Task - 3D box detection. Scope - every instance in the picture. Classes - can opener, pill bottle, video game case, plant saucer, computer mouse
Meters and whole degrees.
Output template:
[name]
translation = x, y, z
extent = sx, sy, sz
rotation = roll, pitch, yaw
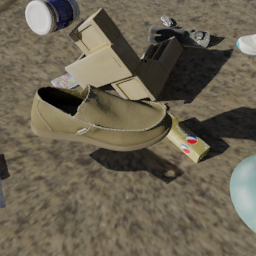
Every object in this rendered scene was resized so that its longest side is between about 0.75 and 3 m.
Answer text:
[can opener]
translation = 2.033, -3.640, 11.176
extent = 2.415, 0.644, 0.808
rotation = 8, 24, 6
[pill bottle]
translation = -2.063, -3.233, 7.936
extent = 0.881, 0.881, 1.523
rotation = 22, 37, 14
[video game case]
translation = -2.131, -1.666, 10.020
extent = 1.002, 0.090, 0.717
rotation = -31, 61, -20
[plant saucer]
translation = 4.135, 1.734, 7.473
extent = 2.644, 0.509, 2.644
rotation = 0, 56, -1
[computer mouse]
translation = 1.719, -4.414, 11.839
extent = 0.474, 0.190, 0.865
rotation = -30, 66, -13

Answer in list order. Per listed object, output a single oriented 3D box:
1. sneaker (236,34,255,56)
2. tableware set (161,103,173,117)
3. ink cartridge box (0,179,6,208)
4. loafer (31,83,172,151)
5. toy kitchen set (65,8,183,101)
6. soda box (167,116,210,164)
[sneaker]
translation = 5.351, -3.392, 10.673
extent = 2.366, 0.956, 0.905
rotation = -4, 57, -2
[tableware set]
translation = 1.036, -0.430, 9.170
extent = 0.785, 0.109, 0.939
rotation = -24, 59, -15
[ink cartridge box]
translation = -3.411, 0.976, 5.578
extent = 1.556, 0.546, 1.914
rotation = 17, 27, -41
[loafer]
translation = -0.566, -0.256, 5.373
extent = 2.847, 0.960, 1.082
rotation = 1, 43, 4
[toy kitchen set]
translation = -0.321, -2.619, 9.401
extent = 2.446, 2.998, 2.705
rotation = -9, 42, 47
[soda box]
translation = 1.700, 0.329, 8.413
extent = 0.477, 0.504, 1.490
rotation = -36, 63, -22
